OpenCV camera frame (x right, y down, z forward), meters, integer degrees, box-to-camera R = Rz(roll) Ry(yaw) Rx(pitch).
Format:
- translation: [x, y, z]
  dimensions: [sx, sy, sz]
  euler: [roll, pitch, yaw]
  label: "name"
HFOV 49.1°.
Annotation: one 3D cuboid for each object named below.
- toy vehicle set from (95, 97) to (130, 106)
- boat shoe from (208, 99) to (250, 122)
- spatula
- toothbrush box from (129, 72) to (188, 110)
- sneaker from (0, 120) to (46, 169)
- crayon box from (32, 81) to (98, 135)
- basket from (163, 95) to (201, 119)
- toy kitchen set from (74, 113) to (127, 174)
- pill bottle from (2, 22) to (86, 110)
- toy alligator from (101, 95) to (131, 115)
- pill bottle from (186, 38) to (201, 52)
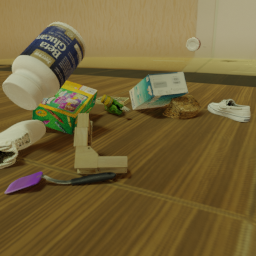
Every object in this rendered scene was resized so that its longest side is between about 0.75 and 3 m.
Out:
- translation: [-0.850, -1.499, 15.491]
  dimensions: [1.664, 0.221, 1.034]
  euler: [5, 19, 15]
  label: "toy vehicle set"
- translation: [4.657, -0.950, 12.908]
  dimensions: [0.884, 0.785, 2.403]
  euler: [-10, 21, -28]
  label: "boat shoe"
- translation: [-1.620, 1.283, 6.961]
  dimensions: [2.656, 0.273, 0.751]
  euler: [-2, 15, -7]
  label: "spatula"
- translation: [1.369, -1.702, 13.254]
  dimensions: [1.805, 1.051, 2.465]
  euler: [-9, -8, -21]
  label: "toothbrush box"
- translation: [-3.372, 0.543, 8.417]
  dimensions: [2.447, 0.901, 1.414]
  euler: [-26, 32, -35]
  label: "sneaker"
- translation: [-2.491, -0.958, 11.507]
  dimensions: [1.657, 0.813, 2.791]
  euler: [18, 32, 4]
  label: "crayon box"
- translation: [2.546, -0.775, 12.942]
  dimensions: [1.413, 1.053, 1.008]
  euler: [-14, 55, -36]
  label: "basket"
- translation: [-0.725, 0.540, 7.870]
  dimensions: [1.384, 1.534, 1.252]
  euler: [0, -23, -1]
  label: "toy kitchen set"
- translation: [-2.533, -1.883, 8.592]
  dimensions: [1.502, 1.502, 2.705]
  euler: [9, 54, 26]
  label: "pill bottle"
- translation: [-0.659, -0.967, 13.164]
  dimensions: [0.905, 0.656, 2.731]
  euler: [27, 6, -26]
  label: "toy alligator"
- translation: [2.664, -3.385, 11.338]
  dimensions: [0.526, 0.526, 0.922]
  euler: [6, 20, 19]
  label: "pill bottle"
